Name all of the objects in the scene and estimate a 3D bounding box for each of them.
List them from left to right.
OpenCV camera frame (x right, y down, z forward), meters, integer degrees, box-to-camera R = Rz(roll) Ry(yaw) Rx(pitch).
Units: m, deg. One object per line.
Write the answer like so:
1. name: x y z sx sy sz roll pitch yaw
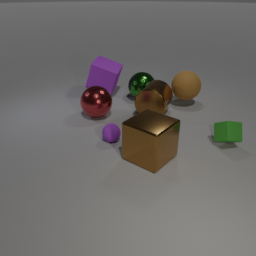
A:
1. ball: -1.383 -1.149 12.250 1.400 1.400 1.400 0 28 0
2. cube: -1.227 -2.720 14.614 1.400 1.400 1.400 21 33 -1
3. ball: -0.623 0.175 10.509 0.700 0.700 0.700 0 28 0
4. ball: 0.709 -2.122 14.135 1.400 1.400 1.400 0 28 0
5. cube: 0.754 0.384 9.339 1.400 1.400 1.400 21 34 34
6. cylinder: 1.162 -1.278 12.483 1.400 1.400 1.400 10 30 18
7. ball: 2.771 -2.021 13.350 1.400 1.400 1.400 0 28 0
8. cube: 3.616 0.148 10.124 0.700 0.700 0.700 5 -7 -26
